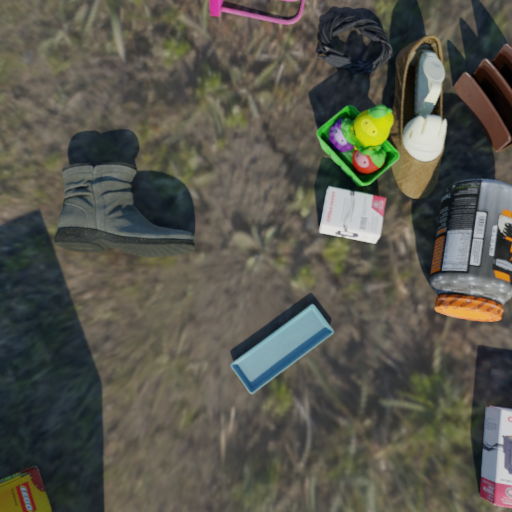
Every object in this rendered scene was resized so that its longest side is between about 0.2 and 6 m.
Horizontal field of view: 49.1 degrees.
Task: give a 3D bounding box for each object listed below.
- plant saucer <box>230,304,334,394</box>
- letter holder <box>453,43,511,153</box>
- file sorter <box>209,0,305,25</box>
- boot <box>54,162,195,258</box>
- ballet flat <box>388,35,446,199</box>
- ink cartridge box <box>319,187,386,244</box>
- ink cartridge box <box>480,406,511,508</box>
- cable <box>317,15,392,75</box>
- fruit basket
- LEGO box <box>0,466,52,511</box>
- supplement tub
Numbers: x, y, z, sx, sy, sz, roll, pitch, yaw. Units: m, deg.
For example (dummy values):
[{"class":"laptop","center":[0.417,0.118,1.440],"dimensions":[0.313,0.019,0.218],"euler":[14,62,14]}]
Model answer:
[{"class":"plant saucer","center":[0.413,1.465,8.858],"dimensions":[1.639,0.156,0.573],"euler":[-36,80,-6]},{"class":"letter holder","center":[4.097,-2.621,9.286],"dimensions":[0.710,1.004,1.412],"euler":[-27,80,-6]},{"class":"file sorter","center":[0.207,-5.389,9.022],"dimensions":[1.715,2.735,1.900],"euler":[10,78,-1]},{"class":"boot","center":[-2.092,-0.815,9.031],"dimensions":[2.324,0.787,1.518],"euler":[4,77,1]},{"class":"ballet flat","center":[2.749,-2.382,9.223],"dimensions":[0.941,1.004,2.776],"euler":[8,78,-6]},{"class":"ink cartridge box","center":[1.560,-0.666,9.143],"dimensions":[0.960,0.405,0.695],"euler":[11,73,3]},{"class":"ink cartridge box","center":[3.951,3.002,8.307],"dimensions":[0.988,0.576,1.365],"euler":[9,78,2]},{"class":"cable","center":[1.766,-3.740,9.900],"dimensions":[1.300,0.330,1.061],"euler":[15,73,9]},{"class":"fruit basket","center":[1.697,-1.857,9.003],"dimensions":[0.955,1.323,1.323],"euler":[-40,81,-10]},{"class":"LEGO box","center":[-3.266,4.574,7.056],"dimensions":[1.223,2.361,3.171],"euler":[-23,78,-4]},{"class":"supplement tub","center":[3.379,-0.063,8.628],"dimensions":[1.222,1.222,1.995],"euler":[11,79,2]}]
